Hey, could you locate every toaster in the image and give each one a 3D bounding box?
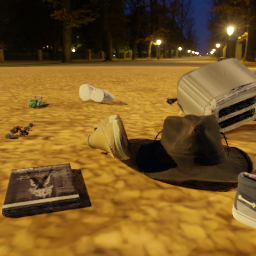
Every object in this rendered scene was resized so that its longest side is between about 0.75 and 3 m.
[{"bbox_3d":[2.590,-0.888,8.039,2.587,1.470,1.671,-19,42,-13],"label":"toaster"}]

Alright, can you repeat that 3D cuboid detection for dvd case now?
[{"bbox_3d":[-1.449,0.967,4.722,1.093,0.117,1.471,-5,16,-16],"label":"dvd case"}]

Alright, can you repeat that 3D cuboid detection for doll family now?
[{"bbox_3d":[-2.960,0.076,7.670,0.852,0.334,0.493,-3,20,-1],"label":"doll family"}]

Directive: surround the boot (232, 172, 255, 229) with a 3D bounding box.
[{"bbox_3d":[2.019,1.030,3.460,1.429,0.646,0.520,12,19,38],"label":"boot"}]

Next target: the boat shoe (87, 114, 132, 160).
[{"bbox_3d":[-0.478,0.264,6.347,0.906,0.853,2.380,-15,9,-4],"label":"boat shoe"}]

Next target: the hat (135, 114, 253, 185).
[{"bbox_3d":[1.351,0.210,5.790,2.603,1.050,2.603,1,15,0],"label":"hat"}]

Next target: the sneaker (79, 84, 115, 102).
[{"bbox_3d":[-1.477,-1.551,13.250,2.062,0.776,0.912,23,15,41],"label":"sneaker"}]

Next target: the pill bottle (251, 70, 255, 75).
[{"bbox_3d":[5.359,-1.532,11.161,2.805,1.596,1.596,-4,15,-11],"label":"pill bottle"}]

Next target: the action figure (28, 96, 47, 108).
[{"bbox_3d":[-4.004,-1.103,12.066,0.774,0.358,1.310,1,18,-7],"label":"action figure"}]

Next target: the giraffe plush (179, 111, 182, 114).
[{"bbox_3d":[2.576,-0.789,10.135,0.974,1.037,1.201,4,-23,-24],"label":"giraffe plush"}]
